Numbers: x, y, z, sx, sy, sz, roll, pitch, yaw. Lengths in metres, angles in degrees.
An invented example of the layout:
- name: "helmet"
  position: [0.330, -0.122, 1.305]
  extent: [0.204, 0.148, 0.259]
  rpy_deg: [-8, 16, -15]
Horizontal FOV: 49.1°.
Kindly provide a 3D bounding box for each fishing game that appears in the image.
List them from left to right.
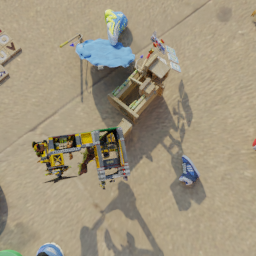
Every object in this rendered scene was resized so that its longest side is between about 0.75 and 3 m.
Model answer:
- name: "fishing game"
  position: [-0.737, -2.422, 9.309]
  extent: [2.847, 0.442, 2.038]
  rpy_deg: [17, 39, 5]

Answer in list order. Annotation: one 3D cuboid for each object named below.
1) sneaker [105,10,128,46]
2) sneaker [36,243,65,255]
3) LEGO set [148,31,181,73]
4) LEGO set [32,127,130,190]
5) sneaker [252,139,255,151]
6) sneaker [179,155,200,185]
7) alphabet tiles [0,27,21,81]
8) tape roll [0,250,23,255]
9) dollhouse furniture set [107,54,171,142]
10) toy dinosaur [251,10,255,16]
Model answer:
- name: "sneaker"
  position: [-0.345, -3.570, 9.788]
  extent: [0.813, 0.586, 1.547]
  rpy_deg: [-8, 66, -7]
- name: "sneaker"
  position: [-1.909, 4.466, 7.528]
  extent: [1.020, 1.158, 2.597]
  rpy_deg: [-29, 78, -7]
- name: "LEGO set"
  position: [1.164, -2.382, 8.745]
  extent: [1.356, 0.333, 1.013]
  rpy_deg: [15, 55, -36]
- name: "LEGO set"
  position: [-1.119, 0.929, 7.279]
  extent: [2.531, 1.946, 1.466]
  rpy_deg: [-6, 81, -31]
- name: "sneaker"
  position: [4.412, -0.238, 8.939]
  extent: [2.015, 0.718, 1.133]
  rpy_deg: [-38, 83, -16]
- name: "sneaker"
  position: [1.782, 1.349, 8.729]
  extent: [0.627, 0.345, 0.857]
  rpy_deg: [-34, 83, -12]
- name: "alphabet tiles"
  position: [-5.237, -2.372, 9.801]
  extent: [2.768, 0.104, 2.314]
  rpy_deg: [-44, 80, -9]
- name: "tape roll"
  position: [-3.536, 4.200, 8.033]
  extent: [1.276, 0.307, 1.276]
  rpy_deg: [0, 75, 0]
- name: "dollhouse furniture set"
  position: [-0.059, -0.964, 8.429]
  extent: [1.297, 2.064, 2.334]
  rpy_deg: [39, 78, 10]
- name: "toy dinosaur"
  position: [5.011, -4.027, 10.091]
  extent: [0.972, 0.553, 1.829]
  rpy_deg: [17, 82, -19]
